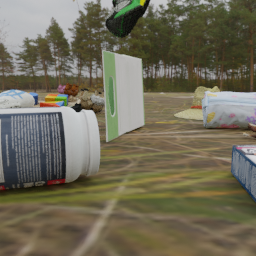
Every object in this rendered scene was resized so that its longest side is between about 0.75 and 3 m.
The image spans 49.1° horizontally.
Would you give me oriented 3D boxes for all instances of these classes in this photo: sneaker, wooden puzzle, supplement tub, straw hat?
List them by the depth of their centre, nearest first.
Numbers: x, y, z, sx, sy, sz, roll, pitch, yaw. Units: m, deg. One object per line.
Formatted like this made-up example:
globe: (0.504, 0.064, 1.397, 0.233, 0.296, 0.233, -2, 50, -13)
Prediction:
supplement tub: (-1.092, 0.221, 3.399, 1.357, 0.953, 0.953, -3, 9, -18)
sneaker: (-3.637, -0.422, 7.741, 1.042, 1.033, 2.875, 33, 25, 17)
sneaker: (-0.130, -3.625, 8.498, 1.086, 0.995, 2.550, 27, 47, 0)
wooden puzzle: (-3.197, -0.800, 9.996, 2.798, 0.648, 2.592, -2, 18, -4)
straw hat: (3.121, -1.044, 11.025, 2.792, 1.182, 2.792, 1, 8, 0)

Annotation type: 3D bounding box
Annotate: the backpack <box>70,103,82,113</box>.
backpack: (-1.565, -0.209, 7.086, 0.954, 0.796, 0.604, 0, 11, 40)

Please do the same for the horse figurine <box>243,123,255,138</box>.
horse figurine: (3.389, 0.040, 6.448, 1.622, 0.405, 1.075, -7, 11, -40)

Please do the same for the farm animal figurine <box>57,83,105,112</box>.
farm animal figurine: (-2.121, -1.163, 12.420, 2.203, 1.161, 2.227, 11, -1, -11)

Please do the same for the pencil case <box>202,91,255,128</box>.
pencil case: (3.334, -0.492, 7.684, 2.560, 1.064, 1.161, 1, -6, 14)

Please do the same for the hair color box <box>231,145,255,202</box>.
hair color box: (1.693, 0.532, 3.181, 0.696, 0.421, 1.391, 1, 9, 6)

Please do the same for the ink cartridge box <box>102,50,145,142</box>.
ink cartridge box: (-0.259, -0.825, 6.983, 0.643, 1.952, 2.682, 1, 9, 22)
